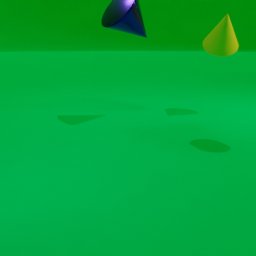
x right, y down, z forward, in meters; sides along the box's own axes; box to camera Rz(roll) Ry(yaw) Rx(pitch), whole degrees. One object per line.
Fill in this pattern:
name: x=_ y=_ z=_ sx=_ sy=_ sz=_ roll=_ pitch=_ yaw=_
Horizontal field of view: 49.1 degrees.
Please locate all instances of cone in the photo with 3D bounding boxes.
cone: x=0.162 y=-3.318 z=8.873 sx=1.435 sy=1.429 sz=1.429 roll=34 pitch=-8 yaw=-39
cone: x=3.252 y=-3.314 z=9.508 sx=1.233 sy=1.238 sz=1.233 roll=-3 pitch=55 yaw=4
